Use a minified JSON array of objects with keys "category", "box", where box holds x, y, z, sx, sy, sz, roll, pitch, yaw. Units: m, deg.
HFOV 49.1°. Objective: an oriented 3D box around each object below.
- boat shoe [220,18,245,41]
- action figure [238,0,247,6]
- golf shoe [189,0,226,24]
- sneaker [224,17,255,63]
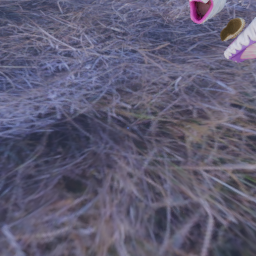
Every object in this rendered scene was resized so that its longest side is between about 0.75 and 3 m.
[{"category":"boat shoe","box":[2.385,-2.221,6.266,0.297,0.331,0.894,-13,1,-8]},{"category":"action figure","box":[2.573,-3.268,6.484,0.397,0.759,0.734,-33,80,13]},{"category":"golf shoe","box":[2.140,-4.051,7.353,1.033,2.743,1.256,22,59,28]},{"category":"sneaker","box":[3.099,-1.878,6.028,1.234,2.791,1.123,41,86,2]}]
